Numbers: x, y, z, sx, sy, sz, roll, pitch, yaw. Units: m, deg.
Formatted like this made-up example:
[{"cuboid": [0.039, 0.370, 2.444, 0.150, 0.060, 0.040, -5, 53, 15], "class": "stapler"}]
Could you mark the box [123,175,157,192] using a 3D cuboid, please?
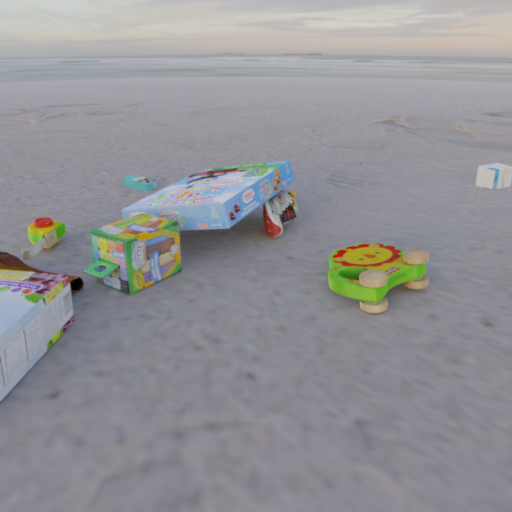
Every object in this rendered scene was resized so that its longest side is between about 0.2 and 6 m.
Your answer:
[{"cuboid": [-3.213, -2.019, 15.504, 0.986, 0.242, 0.406, 17, 28, 36], "class": "box"}]

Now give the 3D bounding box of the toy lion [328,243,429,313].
[{"cuboid": [1.929, 0.222, 9.699, 1.840, 0.632, 1.764, -22, 25, -37], "class": "toy lion"}]

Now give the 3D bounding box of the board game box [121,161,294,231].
[{"cuboid": [-0.902, -1.288, 11.859, 2.392, 0.579, 3.162, -1, 23, 28], "class": "board game box"}]

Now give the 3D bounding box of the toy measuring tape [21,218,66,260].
[{"cuboid": [-4.337, -0.338, 11.025, 0.641, 0.641, 1.743, 3, 23, 7], "class": "toy measuring tape"}]

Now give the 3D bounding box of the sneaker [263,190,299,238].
[{"cuboid": [0.541, -1.017, 12.249, 0.760, 0.720, 1.850, -2, 32, 6], "class": "sneaker"}]

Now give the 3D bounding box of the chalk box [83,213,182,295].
[{"cuboid": [-2.213, -0.025, 9.730, 0.998, 0.993, 1.603, 16, 27, 34], "class": "chalk box"}]

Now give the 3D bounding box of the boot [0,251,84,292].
[{"cuboid": [-4.124, 0.582, 9.096, 1.938, 0.664, 1.825, 17, 19, 19], "class": "boot"}]

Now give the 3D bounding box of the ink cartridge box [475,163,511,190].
[{"cuboid": [6.603, -2.203, 15.512, 0.781, 0.571, 0.573, -12, 26, -27], "class": "ink cartridge box"}]

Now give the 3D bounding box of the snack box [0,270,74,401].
[{"cuboid": [-3.993, 1.039, 7.323, 2.204, 0.885, 2.614, 4, 24, 7], "class": "snack box"}]
